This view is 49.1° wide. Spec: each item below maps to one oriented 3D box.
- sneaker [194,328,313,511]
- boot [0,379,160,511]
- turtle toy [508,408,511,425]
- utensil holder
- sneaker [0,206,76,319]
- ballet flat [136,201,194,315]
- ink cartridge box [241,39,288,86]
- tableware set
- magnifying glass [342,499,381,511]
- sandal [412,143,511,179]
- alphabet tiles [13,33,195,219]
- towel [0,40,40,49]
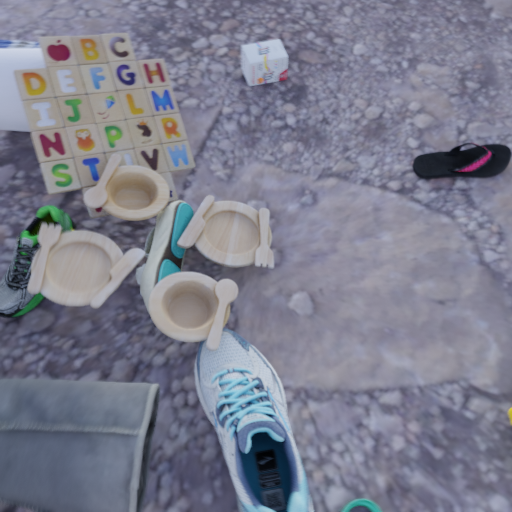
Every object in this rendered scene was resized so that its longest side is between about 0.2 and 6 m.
[{"bbox_3d":[0.007,2.312,7.801,1.269,1.412,3.270,-19,60,-11],"label":"sneaker"},{"bbox_3d":[-3.314,1.888,7.922,3.837,1.392,3.489,0,80,7],"label":"boot"},{"bbox_3d":[4.598,2.598,7.903,1.863,0.942,1.358,-8,59,-5],"label":"turtle toy"},{"bbox_3d":[-4.287,-3.269,11.148,1.983,1.685,1.685,2,58,5],"label":"utensil holder"},{"bbox_3d":[-3.862,0.055,9.447,0.815,0.889,2.088,17,71,10],"label":"sneaker"},{"bbox_3d":[-1.632,0.122,9.640,0.838,0.838,2.413,7,57,4],"label":"ballet flat"},{"bbox_3d":[0.171,-4.240,12.306,0.890,0.647,0.644,-13,59,-8],"label":"ink cartridge box"},{"bbox_3d":[-1.601,-0.166,9.331,3.822,0.443,3.192,19,52,0],"label":"tableware set"},{"bbox_3d":[1.147,3.905,7.568,1.442,0.161,0.574,-38,66,-20],"label":"magnifying glass"},{"bbox_3d":[4.091,-1.892,10.971,1.996,0.450,0.750,-8,59,-5],"label":"sandal"},{"bbox_3d":[-2.701,-2.477,10.343,2.832,0.108,3.404,-16,87,-29],"label":"alphabet tiles"},{"bbox_3d":[-4.327,-4.114,11.805,1.958,1.438,0.233,1,81,2],"label":"towel"}]
